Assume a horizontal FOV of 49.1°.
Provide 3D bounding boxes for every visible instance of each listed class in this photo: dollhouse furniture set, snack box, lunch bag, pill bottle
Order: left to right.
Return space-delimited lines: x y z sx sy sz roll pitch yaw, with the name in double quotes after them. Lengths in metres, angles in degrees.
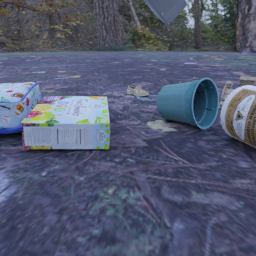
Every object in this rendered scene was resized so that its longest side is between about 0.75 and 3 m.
-3.943 -0.659 8.481 2.325 1.096 2.902 -5 19 -3 "lunch bag"
-1.574 -0.261 7.903 2.062 0.768 2.900 1 19 -7 "snack box"
4.670 -1.039 11.042 1.795 1.027 2.104 9 45 25 "dollhouse furniture set"
3.457 -0.080 6.386 1.439 1.439 2.516 -7 20 -20 "pill bottle"

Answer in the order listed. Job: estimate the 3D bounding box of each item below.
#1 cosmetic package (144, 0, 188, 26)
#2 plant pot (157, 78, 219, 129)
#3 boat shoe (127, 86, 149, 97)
0.821 -3.541 7.339 1.527 0.816 0.689 25 23 -51 "cosmetic package"
1.788 -0.786 8.698 1.507 1.507 1.476 -17 18 -41 "plant pot"
0.441 -1.715 12.889 0.451 0.406 1.250 -17 25 -41 "boat shoe"
